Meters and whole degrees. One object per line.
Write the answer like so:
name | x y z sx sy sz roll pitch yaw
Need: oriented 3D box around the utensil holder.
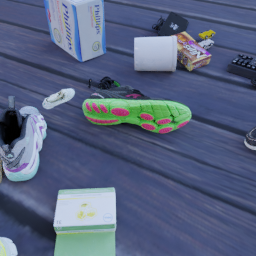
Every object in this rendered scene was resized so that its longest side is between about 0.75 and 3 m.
utensil holder | 0.881 -2.410 9.165 1.333 1.133 1.133 -1 43 3

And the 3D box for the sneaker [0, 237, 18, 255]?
sneaker | -2.034 2.478 3.867 0.901 1.041 2.306 -37 47 -5

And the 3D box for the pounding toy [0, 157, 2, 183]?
pounding toy | -3.783 0.447 6.052 2.291 1.193 2.608 21 47 21

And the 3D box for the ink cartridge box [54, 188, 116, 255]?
ink cartridge box | -0.789 1.865 5.172 1.138 0.375 1.564 -2 42 -2

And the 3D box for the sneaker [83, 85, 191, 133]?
sneaker | 0.250 -0.638 7.306 2.822 1.083 1.182 9 48 8

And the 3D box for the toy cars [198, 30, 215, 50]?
toy cars | 2.979 -3.340 10.749 0.622 0.307 1.388 12 48 11

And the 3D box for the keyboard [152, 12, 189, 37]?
keyboard | 1.704 -4.076 11.569 1.274 0.485 2.447 30 45 -3

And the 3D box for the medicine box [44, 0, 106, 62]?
medicine box | -1.887 -3.817 9.967 1.154 2.041 2.241 -29 51 -27

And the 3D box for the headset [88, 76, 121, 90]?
headset | -0.719 -1.274 8.578 1.019 0.479 0.629 19 38 -2

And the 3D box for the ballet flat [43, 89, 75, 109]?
ballet flat | -1.807 -0.830 7.435 0.348 0.348 1.001 34 53 30

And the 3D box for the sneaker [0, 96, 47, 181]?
sneaker | -2.447 -0.149 6.364 0.905 1.629 2.329 -8 44 -9

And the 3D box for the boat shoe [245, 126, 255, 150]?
boat shoe | 3.989 -0.268 6.615 2.594 0.783 0.958 -21 30 7

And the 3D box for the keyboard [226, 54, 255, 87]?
keyboard | 4.661 -1.679 8.941 2.844 0.365 1.708 25 49 26

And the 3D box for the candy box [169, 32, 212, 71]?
candy box | 2.066 -2.693 9.768 0.866 0.419 1.485 -23 58 -22
